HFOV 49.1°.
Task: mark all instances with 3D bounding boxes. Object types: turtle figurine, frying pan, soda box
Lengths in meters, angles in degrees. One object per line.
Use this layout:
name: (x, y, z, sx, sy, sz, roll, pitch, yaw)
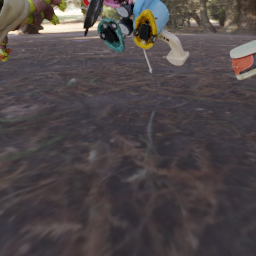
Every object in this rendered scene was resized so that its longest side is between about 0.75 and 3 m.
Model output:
turtle figurine: (-2.680, -2.530, 6.637, 2.259, 2.802, 0.902, -36, 83, -33)
frying pan: (-0.608, -1.750, 4.560, 0.193, 1.185, 0.717, 21, 52, -7)
soda box: (-0.970, -3.899, 7.881, 0.536, 1.581, 0.506, 30, 61, 5)

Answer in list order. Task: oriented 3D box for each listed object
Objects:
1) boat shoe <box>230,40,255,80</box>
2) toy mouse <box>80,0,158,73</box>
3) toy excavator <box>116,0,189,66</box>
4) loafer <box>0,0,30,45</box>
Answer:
boat shoe: (3.808, -1.889, 6.768, 2.501, 0.782, 0.890, -16, 24, 21)
toy mouse: (-0.194, -2.788, 6.945, 2.141, 2.409, 0.466, 22, 46, 22)
toy excavator: (1.029, -3.557, 10.074, 2.645, 2.572, 1.321, 31, 73, 14)
loafer: (-2.441, -1.932, 5.118, 0.505, 1.479, 0.559, 27, 35, -53)
